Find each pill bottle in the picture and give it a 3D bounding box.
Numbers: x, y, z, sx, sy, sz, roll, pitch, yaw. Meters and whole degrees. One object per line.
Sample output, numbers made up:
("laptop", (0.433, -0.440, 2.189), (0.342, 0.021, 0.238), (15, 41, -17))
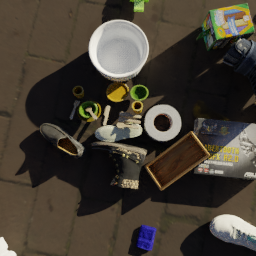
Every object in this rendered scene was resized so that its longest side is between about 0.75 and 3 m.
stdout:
("pill bottle", (-4.022, 4.918, 8.999), (1.388, 1.388, 2.438), (-31, 86, -3))

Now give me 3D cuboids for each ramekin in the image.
("ramekin", (-0.327, -2.645, 9.956), (2.044, 0.996, 2.044), (0, 84, -1))

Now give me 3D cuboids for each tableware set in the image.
("tableware set", (-0.689, -0.962, 9.879), (2.664, 0.409, 1.795), (9, 67, 8))

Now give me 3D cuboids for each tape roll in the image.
("tape roll", (1.219, -0.167, 9.996), (1.297, 0.429, 1.297), (0, 84, -1))

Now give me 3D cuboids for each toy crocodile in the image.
("toy crocodile", (0.491, -5.305, 10.408), (0.689, 0.630, 2.040), (9, 85, 1))

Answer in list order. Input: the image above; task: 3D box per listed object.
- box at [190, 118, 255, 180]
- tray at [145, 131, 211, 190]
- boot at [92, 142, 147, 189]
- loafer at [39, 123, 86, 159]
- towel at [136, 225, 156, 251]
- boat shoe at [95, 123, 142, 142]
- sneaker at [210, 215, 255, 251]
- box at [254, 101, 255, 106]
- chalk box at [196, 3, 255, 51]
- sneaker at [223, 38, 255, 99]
("box", (3.513, 0.748, 9.816), (2.441, 0.590, 1.933), (7, 85, 0))
("tray", (1.661, 1.129, 9.537), (2.019, 0.374, 0.996), (-39, 71, 13))
("boot", (-0.393, 1.273, 9.736), (1.944, 0.712, 1.464), (10, 84, -5))
("loafer", (-2.330, 0.401, 9.810), (1.875, 0.678, 0.682), (30, 86, 4))
("towel", (0.636, 3.808, 9.715), (0.573, 0.192, 0.775), (14, 84, 1))
("boat shoe", (-0.335, 0.126, 9.940), (1.641, 0.491, 0.587), (-6, 101, 0))
("sneaker", (3.992, 3.599, 9.294), (2.424, 1.072, 0.912), (17, 86, 2))
("box", (5.509, -0.244, 9.899), (1.234, 0.330, 2.037), (-20, 76, -2))
("chalk box", (3.323, -3.525, 9.992), (1.769, 1.104, 1.097), (-11, 84, -2))
("sneaker", (4.166, -1.740, 9.462), (2.116, 1.113, 2.928), (25, 60, -5))
